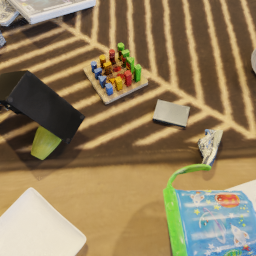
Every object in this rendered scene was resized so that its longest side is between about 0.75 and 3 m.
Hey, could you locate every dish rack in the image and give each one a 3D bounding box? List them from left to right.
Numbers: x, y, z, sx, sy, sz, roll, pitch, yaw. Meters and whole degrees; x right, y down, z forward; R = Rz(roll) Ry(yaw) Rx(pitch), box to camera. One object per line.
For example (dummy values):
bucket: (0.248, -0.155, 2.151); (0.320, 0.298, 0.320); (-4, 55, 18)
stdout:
dish rack: (-5.084, -4.741, 10.913); (2.131, 0.464, 1.828); (19, 64, 10)

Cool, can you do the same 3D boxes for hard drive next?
hard drive: (1.353, -0.445, 8.726); (1.038, 0.171, 0.724); (14, 62, 8)

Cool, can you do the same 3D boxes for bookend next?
bookend: (-2.717, -0.598, 8.064); (2.093, 2.080, 0.964); (9, 65, 48)

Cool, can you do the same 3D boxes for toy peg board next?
toy peg board: (-0.429, -1.905, 9.167); (1.628, 0.800, 1.635); (-27, 64, -14)

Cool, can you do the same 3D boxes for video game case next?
video game case: (-3.186, -5.222, 10.862); (2.908, 0.340, 2.644); (-32, 66, -31)

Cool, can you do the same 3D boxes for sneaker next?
sneaker: (2.264, 0.597, 8.029); (0.592, 0.536, 1.390); (16, 55, 20)

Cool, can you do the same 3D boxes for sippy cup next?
sippy cup: (1.791, 2.148, 6.106); (1.790, 1.918, 2.443); (-9, 104, 6)

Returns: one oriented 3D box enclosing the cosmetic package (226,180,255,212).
cosmetic package: (2.973, 1.878, 7.254); (1.476, 0.547, 0.751); (-14, 63, -9)

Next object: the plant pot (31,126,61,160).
plant pot: (-2.396, 0.473, 7.980); (0.750, 0.750, 0.801); (25, 78, 13)

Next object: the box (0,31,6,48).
box: (-4.999, -2.990, 9.874); (0.683, 0.592, 1.117); (24, 64, 13)

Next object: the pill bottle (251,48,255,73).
pill bottle: (5.360, -2.475, 9.206); (2.200, 1.253, 1.253); (-24, 64, -12)

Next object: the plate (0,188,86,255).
plate: (-2.418, 2.877, 6.813); (2.093, 0.338, 2.088); (35, 66, 18)
